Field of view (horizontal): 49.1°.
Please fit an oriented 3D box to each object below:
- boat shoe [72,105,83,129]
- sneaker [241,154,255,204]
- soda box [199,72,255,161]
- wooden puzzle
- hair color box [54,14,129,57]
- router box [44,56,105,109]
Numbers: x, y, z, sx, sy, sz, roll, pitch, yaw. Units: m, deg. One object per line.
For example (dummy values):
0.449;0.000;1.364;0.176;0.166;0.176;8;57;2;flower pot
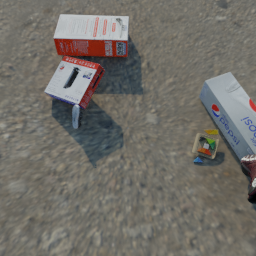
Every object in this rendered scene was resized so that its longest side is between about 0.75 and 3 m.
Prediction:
-1.424;-0.334;8.096;0.271;0.819;0.286;-18;43;-32;boat shoe
2.984;1.233;6.568;0.741;1.960;1.132;30;78;9;sneaker
3.156;-0.282;8.059;0.918;0.853;2.690;-19;62;-10;soda box
2.200;0.498;7.917;0.695;0.120;1.030;10;81;4;wooden puzzle
-1.184;-3.174;9.629;2.412;0.771;1.338;2;55;2;hair color box
-1.622;-1.414;8.505;1.500;0.366;1.346;20;78;30;router box
